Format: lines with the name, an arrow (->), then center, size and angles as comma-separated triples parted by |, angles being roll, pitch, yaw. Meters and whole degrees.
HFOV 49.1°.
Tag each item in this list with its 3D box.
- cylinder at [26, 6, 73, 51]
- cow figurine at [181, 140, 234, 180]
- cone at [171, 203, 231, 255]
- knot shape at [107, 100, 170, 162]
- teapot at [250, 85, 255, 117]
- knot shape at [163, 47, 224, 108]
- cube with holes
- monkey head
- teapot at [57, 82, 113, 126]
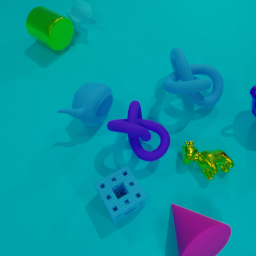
cylinder -> -2.416, -3.086, 8.674 | 1.037, 1.037, 1.037 | 32, 67, 20
cow figurine -> 1.961, 0.735, 7.122 | 1.148, 0.630, 1.129 | -17, 59, -21
cone -> 1.355, 2.174, 6.343 | 1.320, 1.320, 1.325 | -26, 40, -13
knot shape -> 0.190, 0.028, 6.811 | 1.517, 0.749, 1.621 | 8, 44, -47
teapot -> 3.818, -0.479, 7.248 | 2.022, 1.258, 0.990 | 35, 82, -23
knot shape -> 1.861, -1.292, 7.697 | 1.793, 0.885, 1.916 | 23, 38, -18
cube with holes -> -0.171, 1.568, 6.530 | 0.863, 0.863, 0.863 | -27, 66, -13
monkey head -> -1.501, -3.604, 9.106 | 0.789, 0.942, 1.310 | -30, 62, -6
teapot -> -1.038, -0.670, 7.430 | 0.952, 1.209, 1.944 | 29, 36, 13
